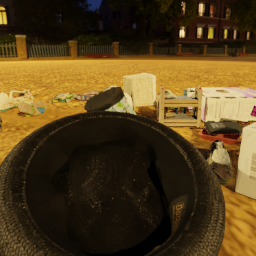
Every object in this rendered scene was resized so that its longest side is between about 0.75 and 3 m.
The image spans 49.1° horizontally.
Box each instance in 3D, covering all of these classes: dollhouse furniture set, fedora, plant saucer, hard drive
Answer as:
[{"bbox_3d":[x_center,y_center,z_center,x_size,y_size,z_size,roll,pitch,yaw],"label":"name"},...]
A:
[{"bbox_3d":[1.829,-0.961,10.482,1.414,1.406,2.006,1,17,2],"label":"dollhouse furniture set"},{"bbox_3d":[-0.254,1.004,3.661,2.960,1.352,2.960,5,33,-4],"label":"fedora"},{"bbox_3d":[2.914,0.212,8.710,1.138,0.209,1.140,11,21,30],"label":"plant saucer"},{"bbox_3d":[2.987,-0.010,8.740,1.053,0.173,0.735,-1,21,2],"label":"hard drive"}]

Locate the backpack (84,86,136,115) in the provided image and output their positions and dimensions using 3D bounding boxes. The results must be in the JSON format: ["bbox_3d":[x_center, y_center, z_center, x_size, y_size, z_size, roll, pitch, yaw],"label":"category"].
[{"bbox_3d":[-0.307,-0.117,7.418,1.310,1.606,1.235,-11,45,42],"label":"backpack"}]

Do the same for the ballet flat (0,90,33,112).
[{"bbox_3d":[-5.324,-1.259,12.560,0.917,0.775,2.425,10,20,26],"label":"ballet flat"}]

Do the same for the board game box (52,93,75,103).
[{"bbox_3d":[-3.346,-1.594,14.654,0.923,0.207,1.762,1,17,-3],"label":"board game box"}]

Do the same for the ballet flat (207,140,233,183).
[{"bbox_3d":[2.132,0.655,6.576,0.544,0.604,1.605,7,18,9],"label":"ballet flat"}]

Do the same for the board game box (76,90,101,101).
[{"bbox_3d":[-1.808,-1.711,14.850,1.110,0.284,1.639,8,19,25],"label":"board game box"}]

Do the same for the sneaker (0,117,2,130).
[{"bbox_3d":[-4.673,-0.153,9.647,0.535,0.493,1.339,-20,18,-16],"label":"sneaker"}]

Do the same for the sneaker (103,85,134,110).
[{"bbox_3d":[-0.721,-1.164,11.902,1.104,1.029,2.785,-11,20,-20],"label":"sneaker"}]

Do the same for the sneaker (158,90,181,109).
[{"bbox_3d":[1.685,-1.306,12.876,0.801,0.731,1.979,-7,17,-13],"label":"sneaker"}]

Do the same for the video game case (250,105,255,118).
[{"bbox_3d":[5.220,-0.032,8.239,2.110,0.417,2.327,13,12,-21],"label":"video game case"}]

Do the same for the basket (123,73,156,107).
[{"bbox_3d":[0.534,-1.824,13.283,1.164,1.447,1.434,-8,18,-19],"label":"basket"}]

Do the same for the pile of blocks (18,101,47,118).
[{"bbox_3d":[-3.868,-0.687,11.411,0.507,0.670,1.631,-40,-4,17],"label":"pile of blocks"}]

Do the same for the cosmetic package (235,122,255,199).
[{"bbox_3d":[3.329,0.470,5.851,2.526,1.425,1.025,-18,25,-40],"label":"cosmetic package"}]

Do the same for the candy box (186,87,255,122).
[{"bbox_3d":[4.044,-0.990,11.276,2.791,0.999,2.341,-1,17,-5],"label":"candy box"}]
